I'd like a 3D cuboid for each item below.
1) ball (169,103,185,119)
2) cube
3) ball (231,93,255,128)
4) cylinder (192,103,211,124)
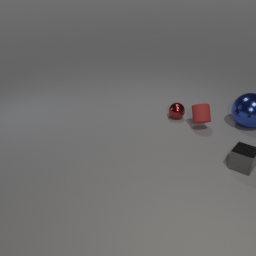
[{"bbox_3d":[2.089,-0.740,11.989,0.700,0.700,0.700,0,29,0],"label":"ball"},{"bbox_3d":[3.704,0.971,8.967,0.700,0.700,0.700,21,37,33],"label":"cube"},{"bbox_3d":[4.887,-0.708,11.227,1.400,1.400,1.400,0,29,0],"label":"ball"},{"bbox_3d":[2.915,-0.569,11.140,0.700,0.700,0.700,-3,-6,0],"label":"cylinder"}]
